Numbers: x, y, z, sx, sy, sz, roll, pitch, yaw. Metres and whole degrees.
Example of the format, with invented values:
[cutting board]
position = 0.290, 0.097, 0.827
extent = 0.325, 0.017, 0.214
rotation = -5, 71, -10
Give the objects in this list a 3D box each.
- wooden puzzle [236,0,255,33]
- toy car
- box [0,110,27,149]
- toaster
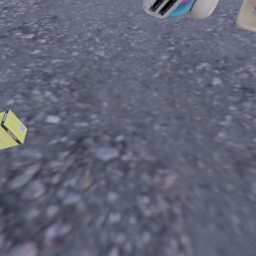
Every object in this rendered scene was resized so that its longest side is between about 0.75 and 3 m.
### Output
[wooden puzzle]
position = 2.484, -1.957, 3.524
extent = 1.650, 1.781, 0.412
rotation = 20, 10, 12
[toy car]
position = 1.457, -3.965, 7.355
extent = 2.080, 2.377, 1.782
rotation = 37, 57, 9
[box]
position = -2.007, 0.118, 3.840
extent = 1.135, 0.427, 0.285
rotation = -15, 45, 13
[toaster]
position = 0.648, -2.566, 5.155
extent = 0.637, 1.122, 0.724
rotation = 13, 70, -26
